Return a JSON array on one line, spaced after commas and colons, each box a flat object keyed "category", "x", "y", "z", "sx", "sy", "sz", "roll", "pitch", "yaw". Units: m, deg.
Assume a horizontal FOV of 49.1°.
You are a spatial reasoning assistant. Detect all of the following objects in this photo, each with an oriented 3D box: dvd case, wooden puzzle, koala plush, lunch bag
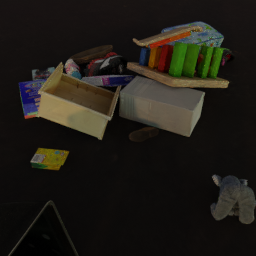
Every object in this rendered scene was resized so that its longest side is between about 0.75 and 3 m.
[{"category": "dvd case", "x": -3.617, "y": -2.237, "z": 12.167, "sx": 1.019, "sy": 0.154, "sz": 1.395, "roll": -11, "pitch": 40, "yaw": -13}, {"category": "wooden puzzle", "x": 1.302, "y": -3.162, "z": 9.789, "sx": 2.187, "sy": 0.407, "sz": 2.023, "roll": -12, "pitch": 19, "yaw": 3}, {"category": "koala plush", "x": 2.520, "y": 1.533, "z": 6.740, "sx": 0.974, "sy": 1.009, "sz": 1.098, "roll": 7, "pitch": 26, "yaw": 8}, {"category": "lunch bag", "x": 3.132, "y": -4.362, "z": 14.007, "sx": 2.752, "sy": 1.135, "sz": 2.213, "roll": -19, "pitch": 49, "yaw": -21}]

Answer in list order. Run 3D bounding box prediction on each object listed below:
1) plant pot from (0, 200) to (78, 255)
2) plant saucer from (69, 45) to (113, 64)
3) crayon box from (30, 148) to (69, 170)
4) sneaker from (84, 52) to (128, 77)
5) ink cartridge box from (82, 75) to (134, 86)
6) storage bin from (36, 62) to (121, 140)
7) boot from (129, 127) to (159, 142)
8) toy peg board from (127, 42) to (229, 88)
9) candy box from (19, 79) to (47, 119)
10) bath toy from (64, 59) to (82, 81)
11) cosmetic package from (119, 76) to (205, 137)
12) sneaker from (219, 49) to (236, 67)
[{"category": "plant pot", "x": -2.236, "y": 2.448, "z": 4.858, "sx": 1.718, "sy": 1.937, "sz": 1.932, "roll": 4, "pitch": 37, "yaw": 24}, {"category": "plant saucer", "x": -1.700, "y": -3.429, "z": 13.127, "sx": 2.108, "sy": 0.310, "sz": 2.108, "roll": -14, "pitch": 24, "yaw": 6}, {"category": "crayon box", "x": -2.215, "y": 0.894, "z": 8.036, "sx": 0.948, "sy": 0.241, "sz": 0.602, "roll": 5, "pitch": 38, "yaw": 8}, {"category": "sneaker", "x": -0.858, "y": -2.536, "z": 11.966, "sx": 1.177, "sy": 0.852, "sz": 2.410, "roll": 20, "pitch": 41, "yaw": 27}, {"category": "ink cartridge box", "x": -0.619, "y": -1.838, "z": 10.758, "sx": 1.651, "sy": 0.364, "sz": 1.681, "roll": -14, "pitch": 16, "yaw": -43}, {"category": "storage bin", "x": -1.535, "y": -0.977, "z": 9.272, "sx": 2.226, "sy": 1.043, "sz": 2.210, "roll": 20, "pitch": 38, "yaw": -6}, {"category": "boot", "x": 0.447, "y": 0.181, "z": 8.951, "sx": 1.016, "sy": 0.374, "sz": 0.383, "roll": -12, "pitch": 21, "yaw": -23}, {"category": "toy peg board", "x": 1.965, "y": -2.584, "z": 10.650, "sx": 2.858, "sy": 1.398, "sz": 2.846, "roll": -4, "pitch": 25, "yaw": -33}, {"category": "candy box", "x": -3.216, "y": -1.156, "z": 10.364, "sx": 1.405, "sy": 0.640, "sz": 1.662, "roll": -12, "pitch": 38, "yaw": -18}, {"category": "bath toy", "x": -2.263, "y": -2.274, "z": 11.798, "sx": 0.682, "sy": 0.803, "sz": 1.846, "roll": 20, "pitch": 24, "yaw": -29}, {"category": "cosmetic package", "x": 1.138, "y": -0.797, "z": 9.539, "sx": 2.595, "sy": 1.170, "sz": 1.386, "roll": 21, "pitch": 42, "yaw": 21}, {"category": "sneaker", "x": 4.115, "y": -3.218, "z": 12.935, "sx": 2.044, "sy": 0.784, "sz": 0.856, "roll": -18, "pitch": 39, "yaw": -18}]
